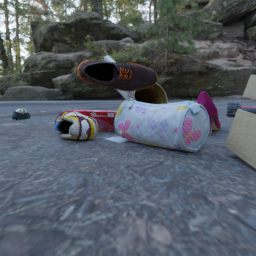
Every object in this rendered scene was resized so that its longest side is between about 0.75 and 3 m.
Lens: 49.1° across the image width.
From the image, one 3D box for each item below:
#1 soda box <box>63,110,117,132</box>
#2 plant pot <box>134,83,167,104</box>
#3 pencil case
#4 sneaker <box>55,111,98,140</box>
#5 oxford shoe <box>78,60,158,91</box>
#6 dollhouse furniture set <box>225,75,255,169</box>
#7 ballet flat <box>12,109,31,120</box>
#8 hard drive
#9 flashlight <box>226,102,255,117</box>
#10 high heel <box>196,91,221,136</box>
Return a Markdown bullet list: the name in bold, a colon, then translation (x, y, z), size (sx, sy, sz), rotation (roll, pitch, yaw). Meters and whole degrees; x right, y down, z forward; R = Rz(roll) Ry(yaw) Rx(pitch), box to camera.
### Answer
- **soda box**: translation (-1.318, -0.300, 10.549), size (2.292, 0.727, 0.802), rotation (4, 8, 24)
- **plant pot**: translation (0.817, -1.298, 15.211), size (1.923, 1.923, 2.064), rotation (-3, -7, -21)
- **pencil case**: translation (0.795, -0.141, 7.374), size (1.115, 1.216, 2.682), rotation (-3, 8, -38)
- **sneaker**: translation (-1.911, -0.126, 8.696), size (1.014, 0.843, 2.251), rotation (2, 3, -41)
- **oxford shoe**: translation (-0.231, -1.658, 9.038), size (2.696, 0.959, 0.978), rotation (0, 10, -16)
- **dollhouse furniture set**: translation (3.606, -0.162, 5.248), size (2.349, 2.234, 1.914), rotation (14, 11, -4)
- **ballet flat**: translation (-5.688, -0.769, 15.004), size (0.577, 0.577, 1.579), rotation (1, 7, 7)
- **hard drive**: translation (-0.412, -2.314, 13.384), size (0.324, 1.600, 2.425), rotation (-25, 41, -12)
- **flashlight**: translation (7.173, -1.098, 15.837), size (2.943, 1.000, 0.996), rotation (4, 1, 25)
- **high heel**: translation (2.845, -0.614, 10.223), size (1.000, 1.424, 2.968), rotation (3, 8, 24)
